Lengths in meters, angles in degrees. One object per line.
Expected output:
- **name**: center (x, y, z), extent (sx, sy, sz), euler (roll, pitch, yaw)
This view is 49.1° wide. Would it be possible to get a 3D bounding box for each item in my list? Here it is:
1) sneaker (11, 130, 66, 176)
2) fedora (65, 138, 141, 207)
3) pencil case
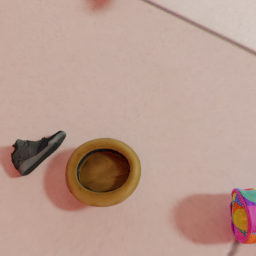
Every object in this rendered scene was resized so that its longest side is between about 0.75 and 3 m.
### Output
- **sneaker**: center (-2.192, 0.401, 6.703), extent (1.412, 0.540, 0.809), euler (-41, 78, -11)
- **fedora**: center (-0.537, 1.032, 6.339), extent (1.684, 0.687, 1.684), euler (-1, 66, 3)
- **pencil case**: center (3.545, 1.740, 5.792), extent (2.785, 1.231, 1.231), euler (-2, 66, -2)
